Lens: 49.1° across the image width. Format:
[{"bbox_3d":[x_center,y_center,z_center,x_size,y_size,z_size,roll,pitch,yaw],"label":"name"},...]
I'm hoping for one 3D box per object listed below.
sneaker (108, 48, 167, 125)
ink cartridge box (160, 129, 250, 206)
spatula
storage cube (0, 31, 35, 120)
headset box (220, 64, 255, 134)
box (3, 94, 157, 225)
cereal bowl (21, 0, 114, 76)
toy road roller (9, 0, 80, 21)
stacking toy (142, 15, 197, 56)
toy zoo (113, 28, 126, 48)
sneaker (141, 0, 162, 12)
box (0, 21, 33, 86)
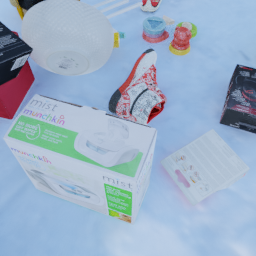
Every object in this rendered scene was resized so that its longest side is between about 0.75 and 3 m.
[{"bbox_3d":[0.573,-1.095,7.550,1.252,0.780,2.335,25,62,15],"label":"sneaker"},{"bbox_3d":[1.738,0.914,6.444,1.584,0.397,1.285,-30,61,-10],"label":"ink cartridge box"},{"bbox_3d":[-0.963,-3.998,9.767,2.770,0.222,1.926,-29,44,-20],"label":"spatula"},{"bbox_3d":[-3.604,-1.422,7.237,1.566,1.647,1.832,10,55,7],"label":"storage cube"},{"bbox_3d":[3.266,-0.657,7.266,1.395,0.704,1.877,17,57,12],"label":"headset box"},{"bbox_3d":[-0.773,0.655,5.494,2.393,2.111,1.157,17,57,11],"label":"box"},{"bbox_3d":[-1.540,-2.091,7.329,2.404,2.404,1.001,-3,68,-2],"label":"cereal bowl"},{"bbox_3d":[-2.763,-4.325,9.251,1.981,1.668,2.714,-25,63,-19],"label":"toy road roller"},{"bbox_3d":[1.442,-3.318,9.104,1.776,0.750,1.608,27,60,17],"label":"stacking toy"},{"bbox_3d":[-1.214,-2.754,8.730,2.359,0.241,1.548,-11,37,-7],"label":"toy zoo"},{"bbox_3d":[1.026,-5.171,10.294,0.829,0.914,2.152,10,56,7],"label":"sneaker"},{"bbox_3d":[-2.800,-1.198,4.334,1.515,0.846,2.147,43,32,-7],"label":"box"}]
